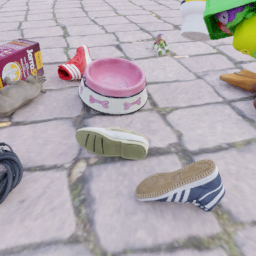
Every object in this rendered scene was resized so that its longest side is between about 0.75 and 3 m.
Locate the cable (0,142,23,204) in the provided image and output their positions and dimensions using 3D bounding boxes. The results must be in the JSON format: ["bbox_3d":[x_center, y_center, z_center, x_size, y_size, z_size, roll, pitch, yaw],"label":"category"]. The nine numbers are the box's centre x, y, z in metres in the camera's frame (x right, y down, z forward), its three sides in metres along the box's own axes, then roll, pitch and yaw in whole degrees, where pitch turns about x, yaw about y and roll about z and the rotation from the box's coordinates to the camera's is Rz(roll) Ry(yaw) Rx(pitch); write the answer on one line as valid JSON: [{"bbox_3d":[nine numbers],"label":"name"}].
[{"bbox_3d":[-3.844,1.260,6.673,2.527,0.642,2.062,-15,42,-25],"label":"cable"}]

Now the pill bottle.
[{"bbox_3d":[2.265,-3.881,8.288,1.312,2.358,1.312,10,4,-1],"label":"pill bottle"}]

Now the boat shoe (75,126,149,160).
[{"bbox_3d":[-0.430,0.354,7.831,2.039,0.762,0.697,14,31,6],"label":"boat shoe"}]

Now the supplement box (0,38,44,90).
[{"bbox_3d":[-4.695,-2.414,11.115,1.137,1.464,2.654,16,38,20],"label":"supplement box"}]

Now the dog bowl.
[{"bbox_3d":[-0.486,-1.615,10.045,2.551,0.941,2.551,5,42,-5],"label":"dog bowl"}]

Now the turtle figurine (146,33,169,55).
[{"bbox_3d":[1.688,-4.203,14.642,0.843,1.172,1.136,8,49,-29],"label":"turtle figurine"}]

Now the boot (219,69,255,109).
[{"bbox_3d":[4.600,-1.551,10.309,2.743,0.998,2.914,-21,39,-26],"label":"boot"}]

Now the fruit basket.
[{"bbox_3d":[1.974,-1.805,4.986,1.095,1.519,1.519,-8,31,22],"label":"fruit basket"}]

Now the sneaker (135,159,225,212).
[{"bbox_3d":[1.198,1.466,6.321,1.965,1.066,0.689,-23,32,22],"label":"sneaker"}]

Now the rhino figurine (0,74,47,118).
[{"bbox_3d":[-3.924,-1.271,9.986,1.296,0.886,2.963,22,38,17],"label":"rhino figurine"}]

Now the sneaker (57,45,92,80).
[{"bbox_3d":[-2.405,-2.920,12.294,1.505,1.020,2.605,-9,34,-15],"label":"sneaker"}]
